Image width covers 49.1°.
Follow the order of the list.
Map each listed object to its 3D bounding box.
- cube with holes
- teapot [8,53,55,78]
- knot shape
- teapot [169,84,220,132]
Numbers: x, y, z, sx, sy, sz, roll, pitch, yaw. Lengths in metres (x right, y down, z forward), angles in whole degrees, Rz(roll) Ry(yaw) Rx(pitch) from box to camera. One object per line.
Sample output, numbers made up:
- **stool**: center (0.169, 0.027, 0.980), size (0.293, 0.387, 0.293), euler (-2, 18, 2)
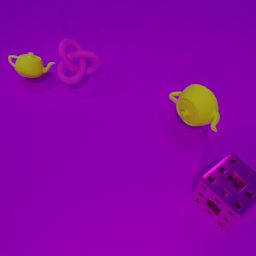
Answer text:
- **cube with holes**: center (2.469, 1.588, 6.870), size (1.161, 1.161, 1.161), euler (-32, 59, -22)
- **teapot**: center (-3.318, -2.192, 9.649), size (1.559, 0.764, 0.970), euler (11, 26, -8)
- **knot shape**: center (-1.797, -2.315, 9.395), size (1.506, 1.409, 0.696), euler (-27, 21, -7)
- **teapot**: center (1.971, -0.555, 8.101), size (0.980, 1.244, 2.001), euler (-30, 48, -23)
